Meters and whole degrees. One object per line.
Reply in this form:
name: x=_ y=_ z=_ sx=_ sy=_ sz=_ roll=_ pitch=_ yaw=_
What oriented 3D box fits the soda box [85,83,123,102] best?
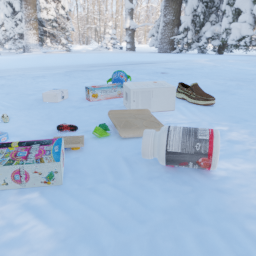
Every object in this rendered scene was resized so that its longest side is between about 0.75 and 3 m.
soda box: x=-1.311 y=-2.103 z=16.293 sx=2.305 sy=0.788 sz=0.733 roll=-10 pitch=22 yaw=-27

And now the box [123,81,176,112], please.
box: x=1.044 y=-1.617 z=14.227 sx=2.311 sy=1.229 sz=1.759 roll=-4 pitch=20 yaw=-11

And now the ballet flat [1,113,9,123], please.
ballet flat: x=-5.437 y=-0.497 z=12.434 sx=0.336 sy=0.311 sz=0.998 roll=-11 pitch=22 yaw=-29

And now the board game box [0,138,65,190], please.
board game box: x=-2.938 y=0.952 z=7.668 sx=2.297 sy=0.738 sz=1.694 roll=-3 pitch=20 yaw=-10

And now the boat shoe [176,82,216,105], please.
boat shoe: x=3.674 y=-2.001 z=15.601 sx=1.053 sy=1.054 sz=2.850 roll=-12 pitch=23 yaw=-32

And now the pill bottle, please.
pill bottle: x=1.506 y=0.540 z=8.127 sx=2.132 sy=1.180 sz=1.180 roll=4 pitch=20 yaw=13

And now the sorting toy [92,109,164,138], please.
sorting toy: x=-0.108 y=-0.147 z=11.111 sx=2.846 sy=0.419 sz=2.103 roll=-3 pitch=28 yaw=-17

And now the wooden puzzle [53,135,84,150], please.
wooden puzzle: x=-2.052 y=0.529 z=9.610 sx=1.094 sy=0.273 sz=1.181 roll=-2 pitch=15 yaw=-8

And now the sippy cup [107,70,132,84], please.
sippy cup: x=-0.625 y=-3.264 z=19.295 sx=1.218 sy=1.551 sz=1.136 roll=41 pitch=26 yaw=-16

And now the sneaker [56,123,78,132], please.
sneaker: x=-2.393 y=-0.036 z=11.084 sx=0.843 sy=0.298 sz=0.412 roll=1 pitch=13 yaw=-10

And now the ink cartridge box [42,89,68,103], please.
ink cartridge box: x=-4.118 y=-1.856 z=15.949 sx=0.946 sy=0.555 sz=1.292 roll=5 pitch=21 yaw=16

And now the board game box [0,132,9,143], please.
board game box: x=-5.333 y=0.387 z=9.897 sx=1.669 sy=0.305 sz=1.263 roll=7 pitch=21 yaw=20
